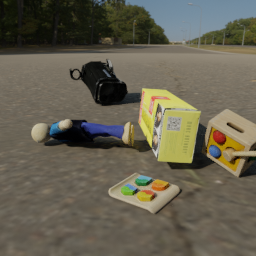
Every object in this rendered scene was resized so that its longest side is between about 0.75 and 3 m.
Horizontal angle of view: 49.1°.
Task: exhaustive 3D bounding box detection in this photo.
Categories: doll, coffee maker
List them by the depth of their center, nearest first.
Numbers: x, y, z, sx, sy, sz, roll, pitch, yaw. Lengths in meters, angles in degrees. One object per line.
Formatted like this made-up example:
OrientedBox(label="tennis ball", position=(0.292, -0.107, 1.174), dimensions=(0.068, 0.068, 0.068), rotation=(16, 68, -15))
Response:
OrientedBox(label="doll", position=(-1.138, 0.089, 6.708), dimensions=(2.465, 0.597, 1.682), rotation=(1, -9, 10))
OrientedBox(label="coffee maker", position=(-1.196, -1.791, 11.347), dimensions=(1.875, 1.315, 1.952), rotation=(-20, 38, -10))

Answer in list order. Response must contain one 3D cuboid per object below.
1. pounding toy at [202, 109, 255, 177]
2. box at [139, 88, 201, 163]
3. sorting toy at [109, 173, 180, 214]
OrientedBox(label="pounding toy", position=(2.012, 0.338, 5.264), dimensions=(0.807, 1.045, 1.135), rotation=(-30, 50, -28))
OrientedBox(label="box", position=(0.841, -0.225, 6.713), dimensions=(0.743, 1.115, 2.963), rotation=(5, 16, -6))
OrientedBox(label="sorting toy", position=(0.283, 1.053, 4.801), dimensions=(0.946, 0.173, 0.876), rotation=(14, 23, 36))
